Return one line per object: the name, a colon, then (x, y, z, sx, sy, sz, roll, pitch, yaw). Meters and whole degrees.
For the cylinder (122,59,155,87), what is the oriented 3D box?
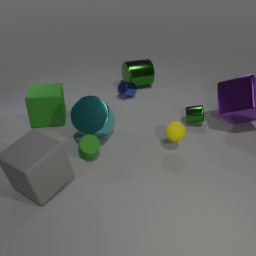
cylinder: (0.522, -2.916, 15.003, 1.400, 1.400, 1.400, -10, 33, -16)

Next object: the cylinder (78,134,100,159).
cylinder: (-1.355, 0.665, 9.699, 0.700, 0.700, 0.700, 5, 67, -12)

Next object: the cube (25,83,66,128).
cube: (-3.452, -0.988, 11.930, 1.400, 1.400, 1.400, -5, 32, -8)

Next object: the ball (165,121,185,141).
ball: (1.665, 0.116, 9.884, 0.700, 0.700, 0.700, 0, 32, 0)

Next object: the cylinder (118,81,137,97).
cylinder: (-0.035, -1.932, 13.922, 0.700, 0.700, 0.700, 1, 23, -45)

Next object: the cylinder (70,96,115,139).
cylinder: (-1.271, -0.364, 10.440, 1.400, 1.400, 1.400, 4, -8, 7)

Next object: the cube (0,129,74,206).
cube: (-2.695, 1.125, 8.305, 1.400, 1.400, 1.400, 19, 45, 31)

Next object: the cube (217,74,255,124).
cube: (4.472, -1.077, 10.991, 1.400, 1.400, 1.400, -10, -21, 42)

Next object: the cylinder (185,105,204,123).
cylinder: (2.786, -0.573, 11.638, 0.700, 0.700, 0.700, -5, 30, 18)
